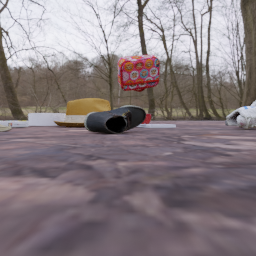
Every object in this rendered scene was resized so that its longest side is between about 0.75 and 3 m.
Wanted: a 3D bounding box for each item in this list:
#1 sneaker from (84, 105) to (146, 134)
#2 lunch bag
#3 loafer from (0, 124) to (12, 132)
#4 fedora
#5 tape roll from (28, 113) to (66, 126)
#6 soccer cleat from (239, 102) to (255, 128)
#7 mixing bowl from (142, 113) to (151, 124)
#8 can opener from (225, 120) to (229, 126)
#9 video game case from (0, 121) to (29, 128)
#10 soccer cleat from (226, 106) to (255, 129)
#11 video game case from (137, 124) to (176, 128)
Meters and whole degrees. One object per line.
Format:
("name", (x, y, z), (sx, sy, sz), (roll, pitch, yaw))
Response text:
("sneaker", (-0.063, -0.147, 6.797), (1.784, 0.667, 0.947), (-13, 14, -36))
("lunch bag", (0.510, -2.590, 13.661), (2.035, 1.793, 0.834), (-11, 33, -15))
("loafer", (-3.468, -0.034, 7.344), (0.791, 0.270, 0.299), (0, 2, -9))
("fedora", (-1.672, -0.638, 11.933), (2.929, 1.194, 2.929), (1, 2, 0))
("tape roll", (-3.857, -0.399, 13.406), (1.731, 0.605, 1.731), (0, 2, 0))
("soccer cleat", (4.970, -0.602, 10.556), (0.972, 1.201, 2.783), (0, 1, -13))
("mixing bowl", (0.629, -0.305, 11.932), (0.802, 0.434, 0.802), (-7, -12, -1))
("can opener", (5.437, -0.250, 14.216), (0.999, 0.267, 0.334), (3, 4, 34))
("video game case", (-5.329, -0.137, 10.679), (2.244, 0.282, 2.465), (-2, 1, -39))
("soccer cleat", (4.073, -0.263, 8.638), (1.056, 0.854, 2.446), (-17, 5, -17))
("video game case", (1.082, -0.081, 11.044), (1.045, 0.132, 1.460), (-1, 2, -18))
